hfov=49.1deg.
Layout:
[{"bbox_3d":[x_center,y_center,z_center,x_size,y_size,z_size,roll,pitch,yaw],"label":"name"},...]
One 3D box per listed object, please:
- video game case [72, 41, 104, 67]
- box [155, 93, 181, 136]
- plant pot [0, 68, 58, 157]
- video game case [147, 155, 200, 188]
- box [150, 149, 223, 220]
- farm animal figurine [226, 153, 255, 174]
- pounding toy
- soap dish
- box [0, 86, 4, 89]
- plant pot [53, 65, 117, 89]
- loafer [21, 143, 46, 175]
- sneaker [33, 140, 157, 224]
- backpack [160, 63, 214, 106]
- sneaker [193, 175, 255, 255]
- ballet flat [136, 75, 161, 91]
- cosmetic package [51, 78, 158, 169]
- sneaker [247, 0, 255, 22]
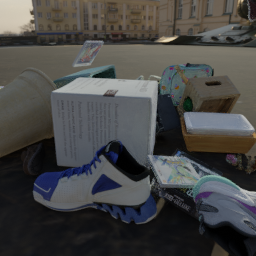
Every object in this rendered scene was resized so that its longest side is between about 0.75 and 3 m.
[{"bbox_3d":[-1.113,-2.068,7.815,0.097,0.842,0.767,46,33,11],"label":"video game case"},{"bbox_3d":[1.072,-0.408,9.933,0.765,1.235,1.214,-14,-9,-30],"label":"box"},{"bbox_3d":[-3.694,-0.339,9.083,2.610,2.610,2.389,16,37,36],"label":"plant pot"},{"bbox_3d":[1.086,1.001,6.486,1.100,0.121,1.003,6,31,-22],"label":"video game case"},{"bbox_3d":[1.443,1.287,6.782,1.338,0.422,1.697,29,30,18],"label":"box"},{"bbox_3d":[3.310,1.028,7.982,0.997,0.501,0.805,6,3,24],"label":"farm animal figurine"},{"bbox_3d":[2.852,-1.258,10.996,2.188,2.014,1.556,-7,50,-16],"label":"pounding toy"},{"bbox_3d":[2.959,0.146,9.541,2.283,0.927,1.796,2,21,6],"label":"soap dish"},{"bbox_3d":[-5.270,-0.889,11.618,2.202,1.343,2.121,-1,21,0],"label":"box"},{"bbox_3d":[-1.880,-1.146,11.259,2.377,2.327,2.333,0,20,21],"label":"plant pot"},{"bbox_3d":[-2.800,0.938,8.127,0.580,0.597,1.634,-10,15,-4],"label":"loafer"},{"bbox_3d":[-0.689,1.022,6.321,2.801,1.618,1.132,6,20,13],"label":"sneaker"},{"bbox_3d":[2.730,-2.022,13.424,2.443,2.148,1.873,7,16,21],"label":"backpack"},{"bbox_3d":[2.405,1.931,5.241,2.402,0.934,1.681,11,39,1],"label":"sneaker"},{"bbox_3d":[1.095,-2.654,16.696,2.854,1.027,1.027,-2,21,-5],"label":"ballet flat"},{"bbox_3d":[-0.551,-0.195,8.546,2.741,2.261,2.259,3,21,9],"label":"cosmetic package"},{"bbox_3d":[3.956,-3.744,8.565,0.513,0.888,0.336,2,17,42],"label":"sneaker"}]
